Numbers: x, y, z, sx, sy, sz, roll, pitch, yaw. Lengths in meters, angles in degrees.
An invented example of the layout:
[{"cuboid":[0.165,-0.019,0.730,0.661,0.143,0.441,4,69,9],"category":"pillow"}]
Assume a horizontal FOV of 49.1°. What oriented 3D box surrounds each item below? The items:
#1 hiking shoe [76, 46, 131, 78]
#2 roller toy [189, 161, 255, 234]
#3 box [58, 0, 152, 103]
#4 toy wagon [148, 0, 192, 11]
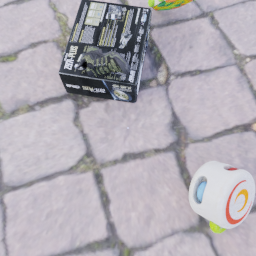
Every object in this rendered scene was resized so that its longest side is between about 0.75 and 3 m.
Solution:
[{"cuboid":[-0.650,-1.607,7.498,1.679,0.636,0.845,27,77,39],"category":"hiking shoe"},{"cuboid":[2.305,1.593,6.970,1.609,1.467,1.124,-38,31,-23],"category":"roller toy"},{"cuboid":[-0.624,-2.457,8.959,2.348,1.235,2.867,9,69,4],"category":"box"},{"cuboid":[1.456,-4.448,9.874,1.469,1.894,0.375,-13,101,-23],"category":"toy wagon"}]
